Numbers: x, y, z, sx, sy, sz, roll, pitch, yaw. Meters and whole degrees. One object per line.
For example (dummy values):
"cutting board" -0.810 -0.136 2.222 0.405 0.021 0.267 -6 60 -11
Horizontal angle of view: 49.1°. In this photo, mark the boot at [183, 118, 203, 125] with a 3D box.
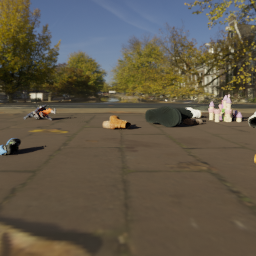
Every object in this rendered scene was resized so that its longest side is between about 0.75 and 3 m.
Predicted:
"boot" 2.979 -0.275 12.721 0.803 0.282 0.587 4 1 36

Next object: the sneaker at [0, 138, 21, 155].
"sneaker" -2.632 0.445 6.396 0.336 0.288 0.811 5 12 0

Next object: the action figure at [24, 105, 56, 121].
"action figure" -4.686 -0.640 14.921 1.518 0.794 1.468 -38 22 -35

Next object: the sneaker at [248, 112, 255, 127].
"sneaker" 5.655 -0.221 10.635 0.881 0.811 2.201 -21 13 -33

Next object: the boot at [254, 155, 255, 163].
"boot" 2.635 0.602 5.123 0.589 0.290 0.823 -3 1 23

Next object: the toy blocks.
"toy blocks" 5.083 -1.035 14.425 1.584 1.333 1.480 0 6 2

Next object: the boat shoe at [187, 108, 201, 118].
"boat shoe" 3.617 -0.907 16.654 0.557 0.569 1.608 -3 8 -29

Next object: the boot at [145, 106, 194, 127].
"boot" 2.114 -0.540 12.516 1.916 0.865 2.338 -3 4 -32

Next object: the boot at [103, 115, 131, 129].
"boot" -0.323 -0.193 11.137 0.965 0.460 1.247 2 18 22
